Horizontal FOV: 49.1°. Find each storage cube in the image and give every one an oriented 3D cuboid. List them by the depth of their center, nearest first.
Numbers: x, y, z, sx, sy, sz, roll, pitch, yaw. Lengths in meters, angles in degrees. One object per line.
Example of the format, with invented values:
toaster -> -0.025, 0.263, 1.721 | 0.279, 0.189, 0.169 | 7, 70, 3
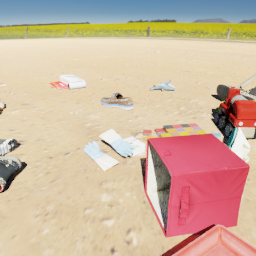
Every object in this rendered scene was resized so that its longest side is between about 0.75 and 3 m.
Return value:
storage cube -> 1.462, 1.216, 6.546 | 1.740, 1.655, 1.936 | -4, 24, -11

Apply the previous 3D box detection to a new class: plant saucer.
plant saucer -> 1.687, 2.790, 4.464 | 2.283, 0.420, 2.288 | -17, 28, -34

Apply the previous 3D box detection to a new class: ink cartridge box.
ink cartridge box -> 0.144, 0.621, 9.618 | 0.554, 0.320, 0.762 | -17, 28, -34
ink cartridge box -> -3.957, -2.955, 17.812 | 1.700, 0.431, 1.930 | -13, 26, -31

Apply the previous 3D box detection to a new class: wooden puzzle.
wooden puzzle -> 2.069, 0.290, 10.525 | 2.985, 0.210, 1.770 | -5, 24, -12

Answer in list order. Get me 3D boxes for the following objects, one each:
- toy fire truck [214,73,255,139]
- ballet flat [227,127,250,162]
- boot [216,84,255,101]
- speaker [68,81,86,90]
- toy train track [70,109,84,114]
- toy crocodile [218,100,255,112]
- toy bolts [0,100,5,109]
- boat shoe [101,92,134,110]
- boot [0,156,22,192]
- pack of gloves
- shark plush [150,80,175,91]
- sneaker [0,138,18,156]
toy fire truck -> 4.457, -1.001, 10.674 | 1.557, 2.421, 2.131 | 1, 22, -1
ballet flat -> 3.506, 0.756, 8.970 | 0.802, 0.802, 2.310 | 11, 30, 24
boot -> 5.976, -1.733, 14.371 | 1.819, 0.884, 2.416 | -16, 32, -31
speaker -> -3.114, -2.602, 17.000 | 1.051, 0.427, 0.427 | -12, 26, -25
toy train track -> -2.403, -0.809, 13.195 | 0.459, 0.130, 0.801 | 19, 29, 36
toy crocodile -> 5.333, -0.897, 12.845 | 2.275, 0.703, 0.768 | 8, 23, 6
toy bolts -> -6.472, -0.962, 13.076 | 1.343, 0.975, 1.406 | -35, 24, 23
boat shoe -> -0.540, -1.406, 13.875 | 1.881, 0.681, 0.680 | 12, 26, 27
boot -> -3.964, 1.271, 7.790 | 1.642, 0.593, 1.240 | 0, 26, 1
pack of gloves -> -0.619, 0.765, 9.260 | 1.331, 0.313, 1.584 | -28, 41, -25
shark plush -> 2.026, -2.418, 16.543 | 1.461, 0.664, 0.609 | 1, 53, -10
sneaker -> -4.404, 0.724, 9.207 | 0.692, 0.508, 1.529 | 6, 20, 20
